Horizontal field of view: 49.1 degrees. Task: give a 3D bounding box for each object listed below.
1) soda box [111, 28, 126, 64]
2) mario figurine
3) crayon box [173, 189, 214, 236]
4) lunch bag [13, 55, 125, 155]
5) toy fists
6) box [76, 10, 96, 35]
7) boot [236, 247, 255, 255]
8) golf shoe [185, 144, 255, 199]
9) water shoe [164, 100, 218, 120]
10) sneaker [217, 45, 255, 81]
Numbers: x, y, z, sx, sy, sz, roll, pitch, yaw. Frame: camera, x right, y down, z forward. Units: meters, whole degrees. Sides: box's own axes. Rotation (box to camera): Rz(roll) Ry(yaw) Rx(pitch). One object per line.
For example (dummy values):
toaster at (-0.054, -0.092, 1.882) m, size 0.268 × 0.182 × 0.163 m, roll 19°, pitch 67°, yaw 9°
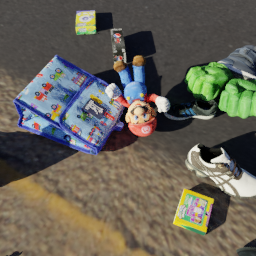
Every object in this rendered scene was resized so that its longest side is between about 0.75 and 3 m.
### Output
soda box at (-0.372, -3.164, 10.769) m, size 0.485 × 0.541 × 1.530 m, roll -5°, pitch 54°, yaw -1°
mario figurine at (0.278, -0.917, 8.098) m, size 1.243 × 1.448 × 2.346 m, roll -5°, pitch 79°, yaw -45°
crayon box at (1.633, 2.072, 6.961) m, size 0.783 × 0.265 × 0.908 m, roll 17°, pitch 55°, yaw 15°
lunch bag at (-1.505, -0.546, 8.522) m, size 2.910 × 1.369 × 2.191 m, roll 25°, pitch 55°, yaw 3°
toy fists at (3.066, -1.226, 8.732) m, size 1.422 × 0.959 × 2.790 m, roll -33°, pitch 50°, yaw -25°
box at (-1.786, -4.468, 11.899) m, size 0.840 × 0.346 × 1.432 m, roll -4°, pitch 54°, yaw -3°
boot at (2.910, 3.078, 6.127) m, size 0.949 × 0.362 × 0.797 m, roll 8°, pitch 49°, yaw -2°
golf shoe at (2.545, 1.095, 7.265) m, size 2.098 × 0.991 × 0.816 m, roll 22°, pitch 55°, yaw 14°
water shoe at (1.953, -0.658, 8.792) m, size 1.645 × 0.649 × 0.588 m, roll -1°, pitch 52°, yaw -1°
sneaker at (4.353, -1.926, 9.598) m, size 1.711 × 0.900 × 2.368 m, roll -35°, pitch 59°, yaw -20°
